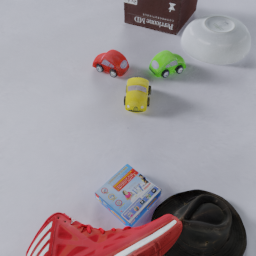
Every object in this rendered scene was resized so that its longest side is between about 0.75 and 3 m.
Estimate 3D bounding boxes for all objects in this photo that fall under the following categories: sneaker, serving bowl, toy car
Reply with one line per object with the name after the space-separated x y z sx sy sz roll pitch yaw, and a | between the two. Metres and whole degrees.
-0.520 1.821 4.782 2.678 1.049 1.547 -24 52 -16 | sneaker
3.049 -3.206 9.549 2.361 0.777 2.361 -1 51 1 | serving bowl
0.576 -1.845 8.492 2.681 0.635 2.849 -21 51 -18 | toy car

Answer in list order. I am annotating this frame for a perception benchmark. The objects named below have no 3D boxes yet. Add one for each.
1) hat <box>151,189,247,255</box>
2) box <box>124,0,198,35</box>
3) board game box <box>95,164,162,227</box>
1.349 1.737 5.143 1.812 0.731 1.812 0 48 0 | hat
1.320 -5.438 10.332 2.320 2.797 2.297 20 51 18 | box
0.005 1.369 5.778 0.971 0.277 0.991 34 56 28 | board game box
